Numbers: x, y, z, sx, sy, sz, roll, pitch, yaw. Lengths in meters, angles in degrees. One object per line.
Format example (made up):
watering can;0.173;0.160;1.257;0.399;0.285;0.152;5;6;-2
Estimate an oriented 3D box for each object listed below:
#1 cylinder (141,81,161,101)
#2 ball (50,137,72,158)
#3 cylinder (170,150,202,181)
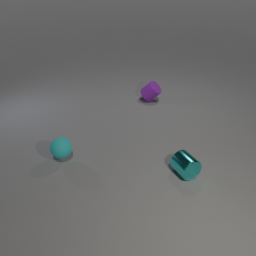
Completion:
cylinder;1.062;-1.707;12.960;0.700;0.700;0.700;29;43;-31
ball;-2.190;0.644;9.147;0.700;0.700;0.700;0;31;0
cylinder;1.779;1.135;8.628;0.700;0.700;0.700;-15;34;-23
